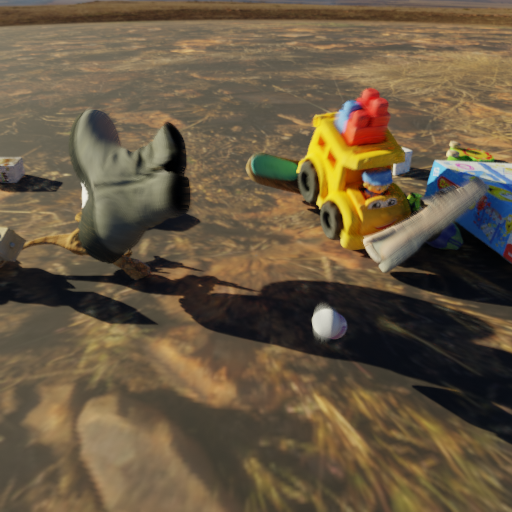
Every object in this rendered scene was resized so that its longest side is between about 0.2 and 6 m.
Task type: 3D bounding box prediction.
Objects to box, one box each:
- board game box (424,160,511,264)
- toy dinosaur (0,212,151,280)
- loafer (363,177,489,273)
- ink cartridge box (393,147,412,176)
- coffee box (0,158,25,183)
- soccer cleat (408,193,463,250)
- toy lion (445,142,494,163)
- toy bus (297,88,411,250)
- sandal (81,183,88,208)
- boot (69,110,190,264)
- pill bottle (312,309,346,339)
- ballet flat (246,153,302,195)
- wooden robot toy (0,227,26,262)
[{"bbox_3d":[5.153,-0.838,10.181,2.982,0.833,2.920,-1,27,-17],"label":"board game box"},{"bbox_3d":[-2.959,-0.273,9.422,2.580,0.779,1.371,10,45,13],"label":"toy dinosaur"},{"bbox_3d":[2.766,-0.649,9.192,2.219,0.798,0.697,-39,77,0],"label":"loafer"},{"bbox_3d":[3.324,-2.363,13.686,0.543,0.553,0.751,-18,33,-30],"label":"ink cartridge box"},{"bbox_3d":[-6.111,-2.014,13.166,1.086,0.433,0.621,-1,28,-2],"label":"coffee box"},{"bbox_3d":[3.281,-0.627,10.632,0.818,0.632,1.954,26,20,-15],"label":"soccer cleat"},{"bbox_3d":[5.423,-2.496,14.198,1.140,0.408,1.189,17,32,15],"label":"toy lion"},{"bbox_3d":[1.940,-1.660,10.107,1.641,2.321,2.417,-10,51,-17],"label":"toy bus"},{"bbox_3d":[-3.266,-1.493,11.880,0.982,0.734,2.563,-9,30,-16],"label":"sandal"},{"bbox_3d":[-1.910,-1.503,8.928,1.035,1.997,3.057,24,43,-49],"label":"boot"},{"bbox_3d":[0.895,0.840,6.926,0.335,0.335,0.596,15,-7,25],"label":"pill bottle"},{"bbox_3d":[0.920,-1.589,11.918,2.365,0.802,0.855,10,-12,-6],"label":"ballet flat"},{"bbox_3d":[-5.031,0.014,9.266,2.559,1.127,1.161,10,65,17],"label":"wooden robot toy"}]
